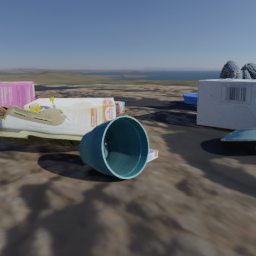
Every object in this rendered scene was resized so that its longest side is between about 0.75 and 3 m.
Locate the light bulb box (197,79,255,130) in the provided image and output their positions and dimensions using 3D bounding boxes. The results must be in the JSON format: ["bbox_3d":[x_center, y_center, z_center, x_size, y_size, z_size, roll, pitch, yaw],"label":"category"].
[{"bbox_3d":[4.334,-0.936,10.258,2.663,1.677,2.687,10,16,40],"label":"light bulb box"}]

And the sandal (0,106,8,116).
[{"bbox_3d":[-5.547,-0.779,12.626,1.430,0.390,0.584,0,12,1],"label":"sandal"}]

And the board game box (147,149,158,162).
[{"bbox_3d":[0.103,0.632,6.509,0.867,0.179,0.869,9,15,35],"label":"board game box"}]

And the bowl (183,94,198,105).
[{"bbox_3d":[4.558,-1.714,16.718,2.543,0.499,2.543,0,11,0],"label":"bowl"}]

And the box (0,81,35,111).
[{"bbox_3d":[-6.472,-1.747,14.844,2.799,1.353,2.462,-4,13,-14],"label":"box"}]

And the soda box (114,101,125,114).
[{"bbox_3d":[-0.978,-1.014,13.420,1.650,0.524,0.564,8,14,29],"label":"soda box"}]

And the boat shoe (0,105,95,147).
[{"bbox_3d":[-1.860,-0.061,6.946,2.604,0.891,0.973,5,-17,-3],"label":"boat shoe"}]

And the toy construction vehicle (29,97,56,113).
[{"bbox_3d":[-2.371,-0.317,8.090,0.869,0.999,0.352,-19,19,-7],"label":"toy construction vehicle"}]

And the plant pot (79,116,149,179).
[{"bbox_3d":[-0.374,0.405,5.582,1.169,1.169,1.098,-11,2,-43],"label":"plant pot"}]

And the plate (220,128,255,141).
[{"bbox_3d":[3.681,0.129,7.235,2.484,0.317,2.484,-3,-1,0],"label":"plate"}]

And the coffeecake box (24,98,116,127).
[{"bbox_3d":[-1.815,-0.430,9.482,2.744,1.003,2.107,-1,12,-5],"label":"coffeecake box"}]

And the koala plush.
[{"bbox_3d":[5.637,-1.464,12.830,2.365,2.451,2.667,-6,35,-34],"label":"koala plush"}]
